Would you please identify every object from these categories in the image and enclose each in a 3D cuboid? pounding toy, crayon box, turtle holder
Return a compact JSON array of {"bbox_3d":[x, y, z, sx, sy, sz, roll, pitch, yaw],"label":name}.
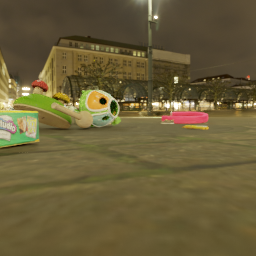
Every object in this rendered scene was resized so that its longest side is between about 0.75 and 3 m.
[{"bbox_3d":[-2.511,-0.874,9.448,2.589,1.201,1.998,5,-18,34],"label":"pounding toy"},{"bbox_3d":[-2.733,0.007,4.287,1.802,0.609,2.088,2,4,17],"label":"crayon box"},{"bbox_3d":[-1.054,-0.604,10.899,1.346,1.896,1.440,0,37,26],"label":"turtle holder"}]

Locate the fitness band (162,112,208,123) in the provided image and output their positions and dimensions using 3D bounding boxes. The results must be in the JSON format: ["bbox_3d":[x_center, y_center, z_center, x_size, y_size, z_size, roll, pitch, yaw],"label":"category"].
[{"bbox_3d":[3.225,-0.604,15.955,2.604,0.487,1.870,-1,9,3],"label":"fitness band"}]

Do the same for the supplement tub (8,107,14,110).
[{"bbox_3d":[-4.263,-0.466,11.102,0.855,0.855,1.218,-3,5,-44],"label":"supplement tub"}]

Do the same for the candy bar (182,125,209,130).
[{"bbox_3d":[2.325,-0.024,9.713,0.278,0.124,1.117,-2,4,-30],"label":"candy bar"}]

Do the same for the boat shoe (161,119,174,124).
[{"bbox_3d":[2.080,-0.338,14.820,0.780,0.232,0.280,-1,3,-17],"label":"boat shoe"}]

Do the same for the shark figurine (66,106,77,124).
[{"bbox_3d":[-2.977,-0.844,15.310,2.241,1.339,0.935,4,-5,42],"label":"shark figurine"}]
